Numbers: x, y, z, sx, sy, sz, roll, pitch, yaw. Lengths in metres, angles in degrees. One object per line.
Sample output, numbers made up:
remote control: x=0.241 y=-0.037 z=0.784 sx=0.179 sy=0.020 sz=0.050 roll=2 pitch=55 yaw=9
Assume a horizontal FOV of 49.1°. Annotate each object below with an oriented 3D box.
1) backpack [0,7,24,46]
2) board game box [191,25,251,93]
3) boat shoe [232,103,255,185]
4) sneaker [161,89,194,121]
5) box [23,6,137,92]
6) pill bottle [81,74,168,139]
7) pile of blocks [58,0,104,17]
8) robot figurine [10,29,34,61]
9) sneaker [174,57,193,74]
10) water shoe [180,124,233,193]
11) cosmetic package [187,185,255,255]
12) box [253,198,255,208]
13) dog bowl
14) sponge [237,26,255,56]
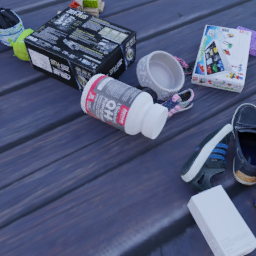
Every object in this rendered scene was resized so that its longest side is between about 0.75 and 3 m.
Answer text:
backpack: x=-4.706 y=-3.936 z=10.914 sx=1.326 sy=1.249 sz=1.625 roll=-34 pitch=41 yaw=-30
board game box: x=3.377 y=-2.565 z=10.037 sx=1.697 sy=0.465 sz=2.689 roll=14 pitch=60 yaw=13
boat shoe: x=3.473 y=0.259 z=7.894 sx=1.016 sy=0.848 sz=2.723 roll=12 pitch=53 yaw=11
sneaker: x=1.311 y=-0.725 z=8.703 sx=1.696 sy=0.696 sz=0.595 roll=-28 pitch=59 yaw=-17
box: x=-1.591 y=-2.726 z=9.815 sx=2.997 sy=1.291 sz=2.454 roll=26 pitch=58 yaw=18
pill bottle: x=-0.085 y=-0.594 z=8.203 sx=2.353 sy=1.303 sz=1.303 roll=26 pitch=57 yaw=20
pile of blocks: x=-1.926 y=-4.971 z=11.776 sx=1.116 sy=0.845 sz=2.719 roll=26 pitch=58 yaw=18
robot figurine: x=-3.716 y=-3.083 z=10.404 sx=1.207 sy=0.796 sz=1.376 roll=9 pitch=54 yaw=5
sneaker: x=1.937 y=-2.260 z=10.024 sx=0.901 sy=0.430 sz=0.356 roll=31 pitch=58 yaw=20
water shoe: x=2.311 y=0.821 z=7.665 sx=0.891 sy=0.808 sz=2.259 roll=48 pitch=64 yaw=0
cosmetic package: x=2.163 y=2.233 z=6.563 sx=0.870 sy=0.626 sz=1.542 roll=-17 pitch=54 yaw=-12
box: x=4.516 y=1.606 z=6.446 sx=2.501 sy=1.529 sz=1.326 roll=25 pitch=57 yaw=18
dog bowl: x=1.113 y=-1.748 z=9.101 sx=1.672 sy=0.490 sz=1.672 roll=11 pitch=66 yaw=-26
sponge: x=5.010 y=-3.240 z=10.829 sx=2.032 sy=0.303 sz=1.134 roll=27 pitch=59 yaw=19
